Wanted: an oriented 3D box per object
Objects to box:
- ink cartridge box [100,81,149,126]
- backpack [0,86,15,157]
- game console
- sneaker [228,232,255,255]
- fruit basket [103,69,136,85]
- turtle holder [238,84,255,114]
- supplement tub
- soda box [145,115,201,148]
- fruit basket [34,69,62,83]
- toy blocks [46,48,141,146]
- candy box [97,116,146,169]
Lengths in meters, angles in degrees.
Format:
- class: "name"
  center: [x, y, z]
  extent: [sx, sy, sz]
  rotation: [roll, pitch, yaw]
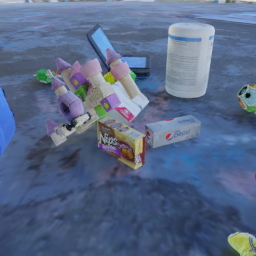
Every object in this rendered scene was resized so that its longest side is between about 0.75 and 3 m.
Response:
- class: "ink cartridge box"
  center: [-0.189, -0.619, 7.366]
  extent: [1.011, 0.581, 1.392]
  rotation: [42, 36, 1]
- class: "backpack"
  center: [-3.631, 0.087, 4.693]
  extent: [2.959, 2.405, 2.483]
  rotation: [6, 53, 3]
- class: "game console"
  center: [-0.253, -3.268, 11.524]
  extent: [2.404, 1.666, 2.816]
  rotation: [1, 30, 4]
- class: "sneaker"
  center: [1.733, 1.749, 3.730]
  extent: [0.355, 0.351, 0.930]
  rotation: [-21, 34, -34]
- class: "fruit basket"
  center: [-0.405, -1.799, 9.843]
  extent: [1.168, 0.843, 1.168]
  rotation: [16, 23, -7]
- class: "turtle holder"
  center: [3.578, -0.937, 7.926]
  extent: [0.680, 0.958, 0.728]
  rotation: [33, 47, -9]
- class: "supplement tub"
  center: [1.960, -2.209, 9.081]
  extent: [1.412, 2.140, 1.412]
  rotation: [1, 29, 0]
- class: "soda box"
  center: [1.070, 0.063, 6.721]
  extent: [1.326, 0.421, 0.453]
  rotation: [-12, 31, -21]
- class: "fruit basket"
  center: [-2.877, -1.948, 10.516]
  extent: [0.911, 0.461, 0.984]
  rotation: [15, 17, 25]
- class: "toy blocks"
  center: [-1.193, -0.890, 6.342]
  extent: [2.095, 1.764, 1.958]
  rotation: [-31, 1, -41]
- class: "candy box"
  center: [-0.163, 0.288, 6.014]
  extent: [1.215, 0.709, 0.343]
  rotation: [26, 38, 38]
